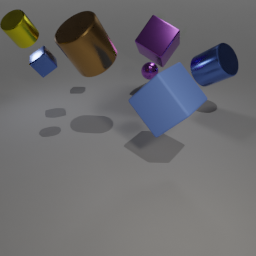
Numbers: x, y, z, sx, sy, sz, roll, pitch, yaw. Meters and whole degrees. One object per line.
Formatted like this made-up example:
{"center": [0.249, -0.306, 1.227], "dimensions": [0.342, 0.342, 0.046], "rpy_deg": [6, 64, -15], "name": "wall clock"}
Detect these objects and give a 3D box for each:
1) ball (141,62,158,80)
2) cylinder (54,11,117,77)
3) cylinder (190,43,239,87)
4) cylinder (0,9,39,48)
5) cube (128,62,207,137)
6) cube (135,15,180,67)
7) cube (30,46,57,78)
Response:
{"center": [0.883, -2.309, 11.340], "dimensions": [0.700, 0.700, 0.700], "rpy_deg": [0, 29, 0], "name": "ball"}
{"center": [-1.243, -2.508, 8.462], "dimensions": [1.400, 1.400, 1.400], "rpy_deg": [-16, 50, 20], "name": "cylinder"}
{"center": [3.557, -2.579, 11.569], "dimensions": [1.400, 1.400, 1.400], "rpy_deg": [-26, 5, -38], "name": "cylinder"}
{"center": [-2.810, -2.572, 7.303], "dimensions": [0.700, 0.700, 0.700], "rpy_deg": [-7, 64, 15], "name": "cylinder"}
{"center": [1.174, -0.831, 8.237], "dimensions": [1.400, 1.400, 1.400], "rpy_deg": [53, 44, 1], "name": "cube"}
{"center": [1.340, -3.805, 12.418], "dimensions": [1.400, 1.400, 1.400], "rpy_deg": [35, 1, 12], "name": "cube"}
{"center": [-3.103, -2.435, 10.283], "dimensions": [0.700, 0.700, 0.700], "rpy_deg": [-33, 41, 10], "name": "cube"}
